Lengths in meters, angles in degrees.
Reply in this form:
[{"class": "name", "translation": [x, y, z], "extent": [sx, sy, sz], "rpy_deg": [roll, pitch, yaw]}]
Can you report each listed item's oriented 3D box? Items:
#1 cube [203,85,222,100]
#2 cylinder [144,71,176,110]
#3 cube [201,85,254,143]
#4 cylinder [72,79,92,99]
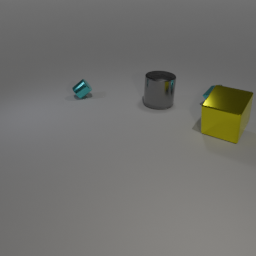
[{"class": "cube", "translation": [3.964, -1.450, 12.628], "extent": [0.700, 0.700, 0.700], "rpy_deg": [-45, 17, -12]}, {"class": "cylinder", "translation": [1.453, -1.766, 12.920], "extent": [1.400, 1.400, 1.400], "rpy_deg": [1, 29, -1]}, {"class": "cube", "translation": [3.642, -0.538, 10.377], "extent": [1.400, 1.400, 1.400], "rpy_deg": [19, 51, 30]}, {"class": "cylinder", "translation": [-2.235, -1.916, 13.692], "extent": [0.700, 0.700, 0.700], "rpy_deg": [-37, 28, 10]}]
